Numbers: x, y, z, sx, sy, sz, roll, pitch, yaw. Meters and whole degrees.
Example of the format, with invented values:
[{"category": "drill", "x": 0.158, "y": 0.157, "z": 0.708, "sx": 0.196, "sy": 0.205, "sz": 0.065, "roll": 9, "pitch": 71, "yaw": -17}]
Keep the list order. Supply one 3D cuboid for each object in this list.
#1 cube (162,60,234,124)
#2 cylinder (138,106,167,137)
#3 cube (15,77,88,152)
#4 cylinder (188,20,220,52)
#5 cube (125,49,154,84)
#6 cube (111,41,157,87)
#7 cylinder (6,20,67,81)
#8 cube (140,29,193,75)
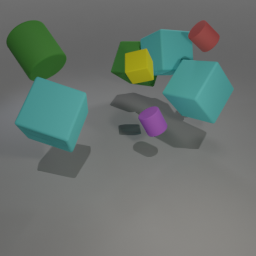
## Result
[{"category": "cube", "x": 2.269, "y": -1.196, "z": 9.061, "sx": 1.400, "sy": 1.400, "sz": 1.400, "roll": 21, "pitch": 75, "yaw": 49}, {"category": "cylinder", "x": 0.783, "y": -0.203, "z": 8.810, "sx": 0.700, "sy": 0.700, "sz": 0.700, "roll": -25, "pitch": 25, "yaw": 13}, {"category": "cube", "x": -2.006, "y": -0.315, "z": 7.729, "sx": 1.400, "sy": 1.400, "sz": 1.400, "roll": 18, "pitch": 72, "yaw": 0}, {"category": "cylinder", "x": 2.377, "y": -2.872, "z": 8.785, "sx": 0.700, "sy": 0.700, "sz": 0.700, "roll": 33, "pitch": 19, "yaw": -26}, {"category": "cube", "x": 0.348, "y": -1.865, "z": 8.532, "sx": 0.700, "sy": 0.700, "sz": 0.700, "roll": -8, "pitch": 66, "yaw": 18}, {"category": "cube", "x": 0.388, "y": -2.691, "z": 11.788, "sx": 1.400, "sy": 1.400, "sz": 1.400, "roll": 15, "pitch": -4, "yaw": 41}, {"category": "cylinder", "x": -2.968, "y": -2.495, "z": 9.150, "sx": 1.400, "sy": 1.400, "sz": 1.400, "roll": -29, "pitch": 81, "yaw": -41}, {"category": "cube", "x": 1.437, "y": -2.755, "z": 10.456, "sx": 1.400, "sy": 1.400, "sz": 1.400, "roll": -6, "pitch": 5, "yaw": -28}]
